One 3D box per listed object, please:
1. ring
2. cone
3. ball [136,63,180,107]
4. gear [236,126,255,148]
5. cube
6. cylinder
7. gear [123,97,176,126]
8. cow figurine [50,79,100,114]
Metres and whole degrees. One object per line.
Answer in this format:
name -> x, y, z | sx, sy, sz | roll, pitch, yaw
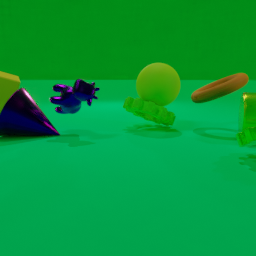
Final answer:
ring -> 2.654, -1.160, 8.191 | 1.676, 0.335, 1.676 | -24, 7, 3
cone -> -2.423, -0.117, 7.389 | 1.409, 1.404, 1.404 | 26, 10, -4
ball -> 0.891, -1.263, 8.291 | 1.299, 1.299, 1.299 | 0, 11, 0
gear -> 2.719, 0.060, 5.241 | 1.307, 0.242, 1.307 | -13, -14, -3
cube -> -4.233, -1.186, 9.024 | 1.168, 1.168, 1.168 | 13, 12, -27
cylinder -> 3.395, -0.282, 6.883 | 1.158, 1.158, 1.158 | 3, 11, 16
gear -> 0.638, -0.486, 8.488 | 1.585, 0.293, 1.585 | 21, -6, 2
cow figurine -> -1.363, -0.778, 7.362 | 1.280, 0.714, 1.300 | 6, -25, 2
